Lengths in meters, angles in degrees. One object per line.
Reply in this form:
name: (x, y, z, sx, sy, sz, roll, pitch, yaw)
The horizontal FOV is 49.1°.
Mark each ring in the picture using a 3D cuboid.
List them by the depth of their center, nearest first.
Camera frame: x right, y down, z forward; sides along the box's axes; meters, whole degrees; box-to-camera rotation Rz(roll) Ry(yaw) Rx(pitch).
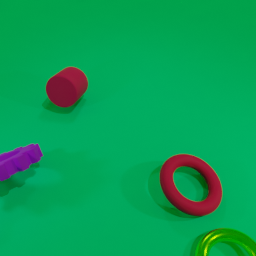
ring: (2.085, 2.719, 5.714, 1.412, 0.282, 1.412, -6, 44, 5)
ring: (1.556, 1.361, 6.903, 1.645, 0.329, 1.645, 11, 50, -13)

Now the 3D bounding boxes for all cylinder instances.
cylinder: (-1.987, -1.362, 9.233, 1.073, 1.073, 1.073, 8, 28, 8)

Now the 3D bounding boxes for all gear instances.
gear: (-3.036, 0.903, 6.843, 1.836, 0.340, 1.836, -19, 11, 4)
